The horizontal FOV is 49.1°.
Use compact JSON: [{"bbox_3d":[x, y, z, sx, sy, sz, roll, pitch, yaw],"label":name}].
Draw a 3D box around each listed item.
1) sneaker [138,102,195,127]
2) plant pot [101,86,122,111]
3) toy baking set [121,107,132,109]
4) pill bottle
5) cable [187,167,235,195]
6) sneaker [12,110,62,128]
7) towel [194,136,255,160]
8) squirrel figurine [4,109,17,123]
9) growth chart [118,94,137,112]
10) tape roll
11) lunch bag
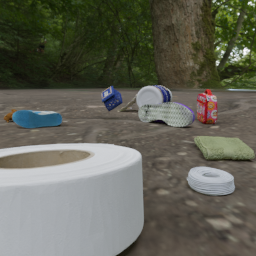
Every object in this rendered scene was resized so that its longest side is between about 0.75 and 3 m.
[{"bbox_3d":[1.997,-0.730,12.916,1.491,1.042,2.998,-8,13,-41],"label":"sneaker"},{"bbox_3d":[-0.840,-1.471,13.646,0.848,0.762,0.848,-31,38,15],"label":"plant pot"},{"bbox_3d":[-0.065,-1.325,18.810,0.603,0.091,0.786,8,13,25],"label":"toy baking set"},{"bbox_3d":[1.729,-1.809,17.219,1.601,1.601,2.767,5,11,24],"label":"pill bottle"},{"bbox_3d":[1.621,1.023,5.482,0.883,0.306,0.883,1,11,6],"label":"cable"},{"bbox_3d":[-3.926,-0.382,12.134,2.016,0.771,0.814,4,3,-22],"label":"sneaker"},{"bbox_3d":[2.684,0.551,7.975,1.374,0.338,1.852,2,10,4],"label":"towel"},{"bbox_3d":[-5.522,-0.546,13.409,0.791,0.560,0.738,2,17,26],"label":"squirrel figurine"},{"bbox_3d":[0.221,-1.575,17.346,1.762,0.156,1.275,-40,-7,19],"label":"growth chart"},{"bbox_3d":[-1.149,0.854,3.838,2.777,0.971,2.777,-3,4,0],"label":"tape roll"},{"bbox_3d":[3.735,-1.046,13.247,0.715,1.538,1.746,0,11,1],"label":"lunch bag"}]
